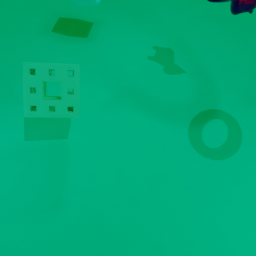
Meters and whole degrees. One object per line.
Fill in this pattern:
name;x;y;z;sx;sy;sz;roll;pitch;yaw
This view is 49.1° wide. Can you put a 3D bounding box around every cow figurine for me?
cow figurine;2.754;-3.572;7.167;1.457;0.813;1.480;16;64;17

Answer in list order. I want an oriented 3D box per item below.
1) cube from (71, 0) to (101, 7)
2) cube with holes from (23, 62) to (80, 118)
cube;-1.495;-4.956;9.527;1.065;1.065;1.065;10;73;30
cube with holes;-1.832;-0.941;6.871;1.222;1.222;1.222;0;11;-12
